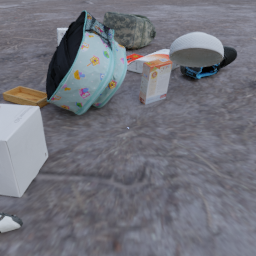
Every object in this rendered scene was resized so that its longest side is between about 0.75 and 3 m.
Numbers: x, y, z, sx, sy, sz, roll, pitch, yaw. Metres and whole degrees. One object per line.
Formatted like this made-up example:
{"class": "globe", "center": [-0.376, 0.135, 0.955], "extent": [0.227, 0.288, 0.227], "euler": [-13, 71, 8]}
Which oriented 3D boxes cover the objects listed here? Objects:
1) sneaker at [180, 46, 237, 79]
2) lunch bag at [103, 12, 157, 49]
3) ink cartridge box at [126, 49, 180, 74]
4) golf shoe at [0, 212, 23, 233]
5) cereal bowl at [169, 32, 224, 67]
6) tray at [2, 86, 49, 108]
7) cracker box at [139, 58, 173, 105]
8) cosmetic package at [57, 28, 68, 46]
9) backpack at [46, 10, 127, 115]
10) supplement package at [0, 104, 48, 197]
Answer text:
{"class": "sneaker", "center": [3.262, -2.393, 10.689], "extent": [2.484, 0.909, 1.018], "euler": [-22, 40, -15]}
{"class": "lunch bag", "center": [0.052, -5.026, 14.442], "extent": [2.336, 1.628, 1.959], "euler": [23, 23, 33]}
{"class": "ink cartridge box", "center": [0.759, -2.921, 11.723], "extent": [2.589, 0.649, 2.099], "euler": [23, 37, 29]}
{"class": "golf shoe", "center": [-2.190, 1.610, 4.354], "extent": [1.068, 0.415, 0.504], "euler": [-2, 48, -2]}
{"class": "cereal bowl", "center": [2.128, -2.486, 8.717], "extent": [1.686, 0.702, 1.686], "euler": [6, -5, 1]}
{"class": "tray", "center": [-3.120, -0.958, 8.747], "extent": [1.427, 0.264, 0.704], "euler": [17, 34, 24]}
{"class": "cracker box", "center": [0.822, -1.414, 8.499], "extent": [0.852, 1.272, 0.367], "euler": [-20, 43, -31]}
{"class": "cosmetic package", "center": [-1.943, -3.968, 12.385], "extent": [2.289, 0.847, 1.163], "euler": [-4, 25, -15]}
{"class": "backpack", "center": [-1.198, -1.615, 7.842], "extent": [1.950, 2.236, 2.543], "euler": [32, 35, -22]}
{"class": "supplement package", "center": [-2.921, 0.335, 5.516], "extent": [2.187, 1.309, 1.326], "euler": [4, 31, 7]}
